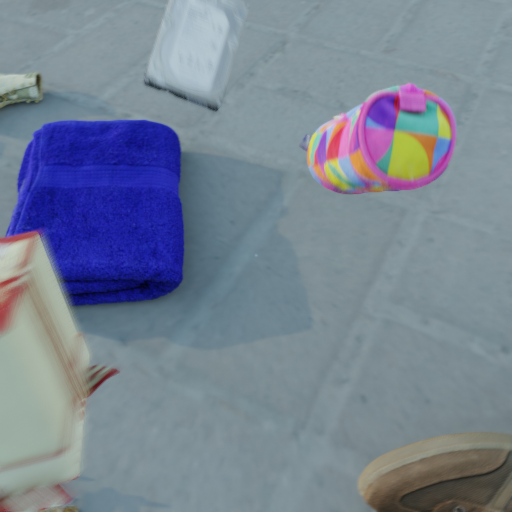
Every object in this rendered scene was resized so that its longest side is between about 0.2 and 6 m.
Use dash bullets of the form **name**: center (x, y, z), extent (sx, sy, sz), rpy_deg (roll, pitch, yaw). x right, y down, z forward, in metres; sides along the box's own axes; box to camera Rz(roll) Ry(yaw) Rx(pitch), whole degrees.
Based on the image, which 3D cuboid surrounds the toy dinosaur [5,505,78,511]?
- **toy dinosaur**: center (-3.062, 2.733, 6.340), extent (2.010, 0.607, 1.068), rpy_deg (-1, 49, -1)

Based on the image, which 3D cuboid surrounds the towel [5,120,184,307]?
- **towel**: center (-2.690, -0.941, 9.368), extent (2.894, 0.971, 3.920), rpy_deg (-6, 48, -4)

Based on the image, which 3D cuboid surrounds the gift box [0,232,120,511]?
- **gift box**: center (-1.705, 0.795, 3.543), extent (1.456, 1.360, 1.344), rpy_deg (-9, 32, -2)

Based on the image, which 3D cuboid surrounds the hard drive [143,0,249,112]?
- **hard drive**: center (-0.864, -3.114, 8.219), extent (1.169, 0.317, 1.673), rpy_deg (18, 82, -16)

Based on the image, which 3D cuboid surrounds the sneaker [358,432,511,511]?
- **sneaker**: center (2.818, 2.690, 5.940), extent (3.334, 1.174, 1.259), rpy_deg (-2, 44, -2)

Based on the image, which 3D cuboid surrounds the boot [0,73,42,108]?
- **boot**: center (-5.247, -3.357, 11.809), extent (1.283, 0.598, 1.659), rpy_deg (-2, 47, -3)

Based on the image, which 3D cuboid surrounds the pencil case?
- **pencil case**: center (1.189, -1.171, 5.949), extent (1.034, 1.034, 2.341), rpy_deg (-8, 8, -7)
